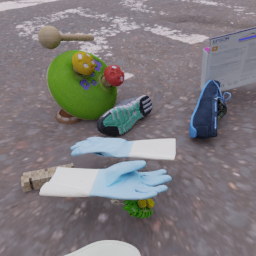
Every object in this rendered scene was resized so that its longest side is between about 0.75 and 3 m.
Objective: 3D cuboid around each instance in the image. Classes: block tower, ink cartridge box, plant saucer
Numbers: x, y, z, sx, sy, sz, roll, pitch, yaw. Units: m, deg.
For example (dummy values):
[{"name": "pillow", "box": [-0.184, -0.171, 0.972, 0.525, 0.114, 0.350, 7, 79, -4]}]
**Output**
[{"name": "block tower", "box": [-1.718, 1.076, 6.092, 1.127, 0.304, 0.326, -11, 38, -15]}, {"name": "ink cartridge box", "box": [3.432, -2.170, 8.497, 2.332, 2.376, 0.514, -14, 53, 0]}, {"name": "plant saucer", "box": [-1.719, -0.417, 8.306, 0.885, 0.162, 0.885, -1, 35, 0]}]

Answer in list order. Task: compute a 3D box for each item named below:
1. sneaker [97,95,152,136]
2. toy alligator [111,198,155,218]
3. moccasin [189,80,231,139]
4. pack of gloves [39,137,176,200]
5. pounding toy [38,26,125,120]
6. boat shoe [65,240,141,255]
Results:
[{"name": "sneaker", "box": [-0.223, -0.351, 7.934, 0.887, 0.754, 2.026, 6, 26, 46]}, {"name": "toy alligator", "box": [0.141, 1.472, 5.079, 1.195, 0.354, 0.324, 18, 48, -47]}, {"name": "moccasin", "box": [2.368, -0.472, 7.856, 0.813, 0.959, 2.383, 11, 49, 22]}, {"name": "pack of gloves", "box": [-0.271, 0.553, 5.426, 2.320, 0.458, 1.949, 0, 29, 12]}, {"name": "pounding toy", "box": [-1.098, -1.749, 7.848, 2.182, 1.312, 2.827, -14, 79, -41]}, {"name": "boat shoe", "box": [-0.639, 2.166, 4.312, 1.692, 0.523, 0.616, -6, 59, -20]}]
